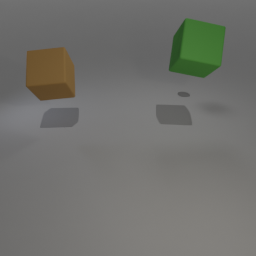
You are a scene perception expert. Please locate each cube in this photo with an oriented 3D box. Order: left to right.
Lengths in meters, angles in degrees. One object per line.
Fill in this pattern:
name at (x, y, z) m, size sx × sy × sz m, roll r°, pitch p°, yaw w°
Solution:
cube at (-2.809, -1.950, 10.330) m, size 1.400 × 1.400 × 1.400 m, roll -5°, pitch -16°, yaw 2°
cube at (2.342, -2.698, 9.682) m, size 1.400 × 1.400 × 1.400 m, roll 10°, pitch -7°, yaw -6°
